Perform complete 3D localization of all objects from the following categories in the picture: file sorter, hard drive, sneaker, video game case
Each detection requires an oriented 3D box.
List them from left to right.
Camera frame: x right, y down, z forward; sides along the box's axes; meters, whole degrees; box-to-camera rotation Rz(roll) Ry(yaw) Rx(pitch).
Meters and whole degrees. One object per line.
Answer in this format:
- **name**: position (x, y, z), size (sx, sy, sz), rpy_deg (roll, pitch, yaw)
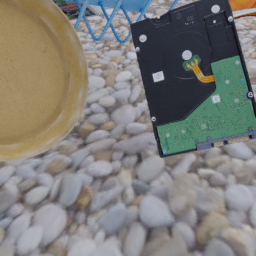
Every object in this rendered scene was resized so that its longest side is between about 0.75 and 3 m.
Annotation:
- **video game case**: position (-2.301, -3.515, 7.578), size (2.385, 2.173, 0.274), rpy_deg (4, 83, 32)
- **file sorter**: position (-0.051, -3.092, 6.205), size (2.944, 2.043, 1.806), rpy_deg (-8, 62, -35)
- **hard drive**: position (1.109, -0.836, 4.771), size (1.699, 0.460, 2.432), rpy_deg (-15, 84, 16)
- **sneaker**: position (2.841, -3.037, 6.493), size (2.383, 0.919, 0.870), rpy_deg (-13, 10, -13)

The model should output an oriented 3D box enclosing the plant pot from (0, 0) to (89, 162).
- **plant pot**: position (-1.987, -0.953, 4.493), size (2.953, 2.953, 0.406), rpy_deg (-39, 21, -34)
